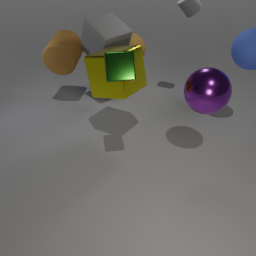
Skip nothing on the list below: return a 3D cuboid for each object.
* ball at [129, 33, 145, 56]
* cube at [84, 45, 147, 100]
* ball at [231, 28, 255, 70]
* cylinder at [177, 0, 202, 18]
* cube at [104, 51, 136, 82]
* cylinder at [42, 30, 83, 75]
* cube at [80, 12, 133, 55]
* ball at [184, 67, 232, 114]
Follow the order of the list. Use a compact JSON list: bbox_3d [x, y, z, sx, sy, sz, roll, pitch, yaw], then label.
[{"bbox_3d":[0.090,-3.616,12.797,1.400,1.400,1.400,0,32,0],"label":"ball"},{"bbox_3d":[-0.383,-1.872,9.309,1.400,1.400,1.400,8,31,35],"label":"cube"},{"bbox_3d":[4.290,-2.705,9.632,1.400,1.400,1.400,0,32,0],"label":"ball"},{"bbox_3d":[2.410,-4.815,10.933,0.700,0.700,0.700,-37,26,22],"label":"cylinder"},{"bbox_3d":[-0.225,-1.532,7.053,0.700,0.700,0.700,-5,9,-6],"label":"cube"},{"bbox_3d":[-2.710,-3.195,11.835,1.400,1.400,1.400,4,45,7],"label":"cylinder"},{"bbox_3d":[-0.889,-3.528,11.210,1.400,1.400,1.400,-29,65,-32],"label":"cube"},{"bbox_3d":[2.381,-1.110,8.414,1.400,1.400,1.400,0,32,0],"label":"ball"}]
